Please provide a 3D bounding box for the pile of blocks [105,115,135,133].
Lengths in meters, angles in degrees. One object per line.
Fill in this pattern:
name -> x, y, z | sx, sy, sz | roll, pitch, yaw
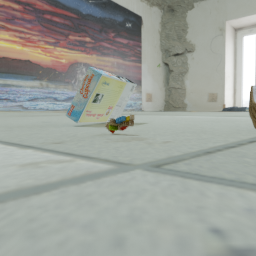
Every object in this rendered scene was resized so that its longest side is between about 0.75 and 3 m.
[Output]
pile of blocks -> -0.189, -0.056, 5.895 | 0.804, 0.250, 0.330 | -23, -33, 39

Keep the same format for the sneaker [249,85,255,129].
sneaker -> 4.159, -0.611, 7.838 | 1.322, 0.854, 2.438 | 0, 25, 17

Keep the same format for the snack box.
snack box -> -0.783, -1.019, 9.626 | 0.543, 1.699, 2.925 | 33, 13, 18
